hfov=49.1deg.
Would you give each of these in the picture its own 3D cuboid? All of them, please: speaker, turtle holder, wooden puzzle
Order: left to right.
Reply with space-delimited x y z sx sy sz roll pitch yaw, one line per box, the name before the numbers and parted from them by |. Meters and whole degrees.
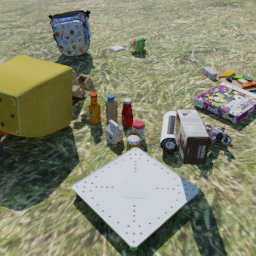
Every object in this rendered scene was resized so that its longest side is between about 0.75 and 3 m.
turtle holder | 0.648 -5.127 16.980 0.824 0.881 1.160 14 39 20
speaker | 1.535 0.101 9.931 0.683 0.683 1.682 6 36 8
wooden puzzle | 5.418 -2.179 13.405 1.731 0.300 2.566 -21 41 -26

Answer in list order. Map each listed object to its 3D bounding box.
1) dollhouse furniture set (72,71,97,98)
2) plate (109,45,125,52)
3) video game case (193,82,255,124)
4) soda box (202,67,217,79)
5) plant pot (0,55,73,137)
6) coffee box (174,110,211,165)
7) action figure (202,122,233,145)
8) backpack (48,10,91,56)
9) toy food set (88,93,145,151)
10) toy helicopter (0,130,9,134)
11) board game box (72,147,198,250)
dollhouse furniture set | -2.991 -0.977 11.637 2.425 1.388 2.844 21 65 28
plate | -0.681 -4.970 17.410 0.767 0.124 0.765 -26 42 -31
video game case | 4.264 -1.125 11.854 2.244 0.402 2.034 -28 44 -33
soda box | 4.157 -2.817 14.288 0.312 0.290 0.915 -11 37 -15
plant pot | -3.516 -0.948 9.565 2.308 2.292 2.361 17 29 16
coffee box | 1.705 0.217 7.669 0.605 0.857 1.516 0 31 -2
action figure | 2.831 0.323 9.642 2.002 0.694 1.303 -25 35 -36
backpack | -3.163 -5.306 16.020 2.423 2.308 1.867 -6 43 5
toy food set | -0.320 -0.364 10.112 1.276 1.203 2.674 -24 42 -29
toy helicopter | -4.719 -0.149 10.263 1.342 0.800 2.029 21 28 36
board game box | 0.195 1.789 7.886 2.563 0.332 2.563 -29 45 -33
